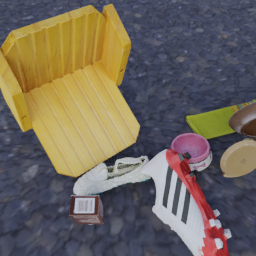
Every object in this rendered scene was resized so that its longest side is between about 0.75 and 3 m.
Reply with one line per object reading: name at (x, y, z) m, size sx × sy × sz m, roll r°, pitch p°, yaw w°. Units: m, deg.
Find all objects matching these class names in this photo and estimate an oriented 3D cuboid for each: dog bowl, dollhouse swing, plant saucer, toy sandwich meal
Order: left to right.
dollhouse swing at (-1.050, -0.703, 6.589) m, size 2.965 × 2.694 × 2.606 m, roll -29°, pitch 73°, yaw -23°
dog bowl at (1.609, 0.594, 7.266) m, size 1.147 × 0.423 × 1.147 m, roll -5°, pitch 40°, yaw 5°
toy sandwich meal at (2.657, 0.699, 6.675) m, size 1.158 × 1.158 × 0.396 m, roll -7°, pitch 32°, yaw -6°
plant saucer at (3.579, -0.216, 6.911) m, size 2.072 × 2.072 × 0.332 m, roll -3°, pitch 66°, yaw -2°

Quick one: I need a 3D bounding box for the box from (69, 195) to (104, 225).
box at (-0.823, 1.722, 5.823) m, size 0.572 × 1.142 × 0.428 m, roll 0°, pitch 61°, yaw 0°

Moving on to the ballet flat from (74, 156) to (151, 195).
ballet flat at (-0.366, 1.066, 6.797) m, size 2.004 × 0.719 × 0.719 m, roll -12°, pitch 51°, yaw -14°

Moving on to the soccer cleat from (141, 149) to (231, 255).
soccer cleat at (1.216, 1.879, 5.969) m, size 1.251 × 1.008 × 2.937 m, roll -31°, pitch 71°, yaw 26°

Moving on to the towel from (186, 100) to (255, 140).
towel at (2.953, -0.259, 8.165) m, size 2.347 × 0.212 × 1.010 m, roll -13°, pitch 43°, yaw -11°
